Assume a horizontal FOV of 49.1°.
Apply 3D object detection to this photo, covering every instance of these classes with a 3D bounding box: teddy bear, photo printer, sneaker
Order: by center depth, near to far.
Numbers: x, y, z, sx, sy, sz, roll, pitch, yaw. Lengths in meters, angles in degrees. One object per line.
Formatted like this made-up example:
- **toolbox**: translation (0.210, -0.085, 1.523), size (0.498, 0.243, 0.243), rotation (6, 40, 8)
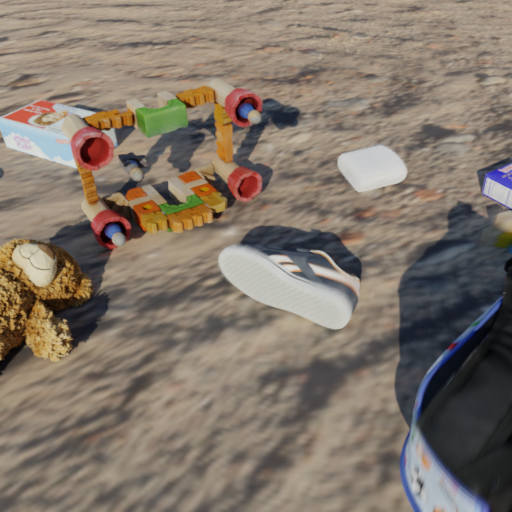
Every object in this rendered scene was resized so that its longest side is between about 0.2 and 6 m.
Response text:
- **teddy bear**: translation (-3.774, 0.825, 7.729), size (2.444, 1.125, 3.370), rotation (32, 48, 32)
- **sneaker**: translation (0.534, 0.319, 8.621), size (2.204, 0.864, 0.875), rotation (25, 46, 16)
- **photo printer**: translation (2.466, -1.855, 11.739), size (1.213, 0.421, 1.009), rotation (-16, 48, -15)

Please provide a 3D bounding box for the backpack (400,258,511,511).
- **backpack**: translation (2.878, 1.842, 5.321), size (2.957, 2.392, 3.105), rotation (-22, 39, -30)

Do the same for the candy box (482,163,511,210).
- **candy box**: translation (5.380, -1.296, 11.008), size (1.154, 0.526, 1.365), rotation (-23, 44, -25)

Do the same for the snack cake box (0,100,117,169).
- **snack cake box**: translation (-4.525, -2.822, 12.824), size (2.293, 0.771, 1.319), rotation (18, 43, 23)

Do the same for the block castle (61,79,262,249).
- **block castle**: translation (-1.508, -1.622, 9.999), size (3.413, 2.280, 1.601), rotation (-22, 43, -25)

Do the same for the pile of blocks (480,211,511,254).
- **pile of blocks**: translation (5.071, -0.311, 9.562), size (2.210, 0.687, 0.907), rotation (8, 39, 12)
